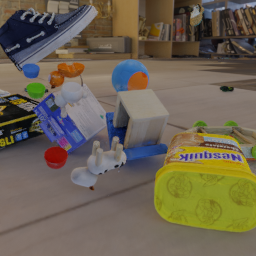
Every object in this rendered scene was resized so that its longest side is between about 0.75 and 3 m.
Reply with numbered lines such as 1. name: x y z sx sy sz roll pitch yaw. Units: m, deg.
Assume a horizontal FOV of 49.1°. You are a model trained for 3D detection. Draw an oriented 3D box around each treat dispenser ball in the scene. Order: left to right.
1. treat dispenser ball: 0.108 -2.346 13.399 1.806 1.806 1.806 0 17 0

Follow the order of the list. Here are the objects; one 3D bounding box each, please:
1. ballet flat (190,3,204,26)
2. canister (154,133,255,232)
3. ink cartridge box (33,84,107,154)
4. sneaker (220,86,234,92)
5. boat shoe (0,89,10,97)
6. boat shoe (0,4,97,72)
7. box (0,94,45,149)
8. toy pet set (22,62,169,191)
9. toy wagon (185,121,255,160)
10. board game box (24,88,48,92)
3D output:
1. ballet flat: 2.593 -4.360 10.715 0.485 0.445 1.412 -15 34 32
2. canister: 1.345 0.765 4.916 1.537 0.896 2.070 4 16 12
3. ink cartridge box: -1.409 -0.271 7.175 0.785 1.404 2.057 -35 3 22
4. sneaker: 5.339 -2.120 15.276 0.824 0.322 0.351 4 8 -19
5. boat shoe: -6.625 -1.789 13.510 1.947 0.650 0.716 3 17 10
6. boat shoe: -2.320 -2.817 7.656 2.850 1.322 1.064 -32 30 10
7. box: -3.710 -0.220 7.969 2.324 0.718 2.910 -20 25 -35
8. toy pet set: -0.673 -0.013 6.147 2.755 1.567 2.950 -7 46 -22
9. toy wagon: 2.772 0.309 7.016 2.549 0.504 1.977 0 18 -2
10. board game box: -4.979 -2.056 15.191 0.829 0.173 1.225 -14 22 -39
